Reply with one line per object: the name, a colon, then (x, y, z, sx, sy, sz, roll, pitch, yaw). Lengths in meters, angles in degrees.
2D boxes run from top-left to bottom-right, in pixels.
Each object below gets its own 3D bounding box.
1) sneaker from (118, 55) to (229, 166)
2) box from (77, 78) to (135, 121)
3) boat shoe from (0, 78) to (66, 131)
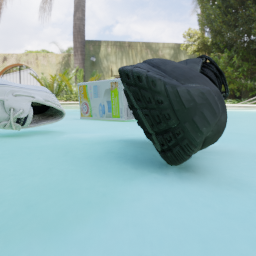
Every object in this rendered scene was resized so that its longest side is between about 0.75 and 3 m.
sneaker: (0.659, -0.447, 3.449, 1.343, 1.124, 2.959, -26, 8, 2)
box: (-0.653, -1.184, 11.756, 1.484, 1.647, 2.929, -9, 10, -44)
boat shoe: (-2.238, -0.334, 5.463, 0.846, 0.926, 2.575, 39, 16, 18)
